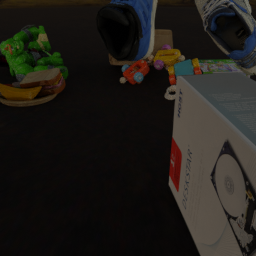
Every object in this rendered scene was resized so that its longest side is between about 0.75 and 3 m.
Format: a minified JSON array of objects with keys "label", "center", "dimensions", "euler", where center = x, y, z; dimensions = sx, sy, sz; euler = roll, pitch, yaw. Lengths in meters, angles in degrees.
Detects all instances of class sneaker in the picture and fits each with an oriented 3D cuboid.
[{"label":"sneaker","center":[1.111,-1.255,3.165],"dimensions":[0.601,0.544,1.411],"euler":[7,49,-43]},{"label":"sneaker","center":[-4.273,-2.663,11.393],"dimensions":[2.569,0.986,1.076],"euler":[3,53,3]},{"label":"sneaker","center":[-0.035,-3.045,6.684],"dimensions":[1.109,2.890,1.608],"euler":[10,22,26]}]

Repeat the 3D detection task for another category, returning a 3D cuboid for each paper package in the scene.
[{"label":"paper package","center":[0.423,-3.157,11.133],"dimensions":[2.389,1.297,2.507],"euler":[0,14,-4]}]

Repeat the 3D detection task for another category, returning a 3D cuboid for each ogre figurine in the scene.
[{"label":"ogre figurine","center":[-3.652,-2.697,10.579],"dimensions":[1.792,2.990,1.467],"euler":[-27,-7,-21]}]

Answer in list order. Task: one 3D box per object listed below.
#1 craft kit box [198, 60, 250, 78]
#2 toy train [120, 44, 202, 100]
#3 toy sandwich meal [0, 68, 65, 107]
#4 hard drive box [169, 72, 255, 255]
[{"label":"craft kit box","center":[3.589,-2.297,11.015],"dimensions":[1.779,0.437,1.802],"euler":[2,28,-3]},{"label":"toy train","center":[1.145,-1.727,9.395],"dimensions":[2.117,0.784,2.819],"euler":[-43,46,-10]},{"label":"toy sandwich meal","center":[-3.085,-1.346,8.775],"dimensions":[2.198,0.753,2.198],"euler":[0,28,0]},{"label":"hard drive box","center":[1.406,0.702,3.436],"dimensions":[1.024,2.079,2.667],"euler":[-5,27,-7]}]
